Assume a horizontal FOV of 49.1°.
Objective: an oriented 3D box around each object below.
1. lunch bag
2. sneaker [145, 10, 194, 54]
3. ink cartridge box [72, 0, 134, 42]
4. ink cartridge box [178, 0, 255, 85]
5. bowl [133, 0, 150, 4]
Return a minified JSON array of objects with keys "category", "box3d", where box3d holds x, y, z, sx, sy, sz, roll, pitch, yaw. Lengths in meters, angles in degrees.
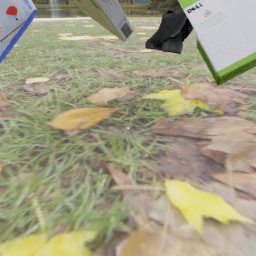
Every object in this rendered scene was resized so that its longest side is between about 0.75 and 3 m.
[{"category":"lunch bag","box3d":[-1.780,-0.985,2.498,0.954,1.541,1.310,29,-6,12]},{"category":"sneaker","box3d":[1.399,-3.305,9.547,0.805,1.397,2.679,1,19,-21]},{"category":"ink cartridge box","box3d":[-1.060,-3.720,8.080,2.129,0.534,2.453,42,4,20]},{"category":"ink cartridge box","box3d":[2.521,-2.620,7.008,1.805,2.442,0.925,-27,-11,11]},{"category":"bowl","box3d":[0.536,-4.974,9.544,1.245,1.245,0.651,-15,10,-28]}]
